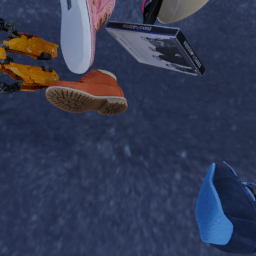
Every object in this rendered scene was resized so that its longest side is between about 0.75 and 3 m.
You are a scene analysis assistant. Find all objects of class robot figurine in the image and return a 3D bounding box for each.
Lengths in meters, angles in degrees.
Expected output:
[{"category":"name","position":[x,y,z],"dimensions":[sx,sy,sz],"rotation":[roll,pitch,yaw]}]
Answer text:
[{"category":"robot figurine","position":[-2.254,-1.375,5.723],"dimensions":[0.587,2.018,1.463],"rotation":[-3,90,32]}]

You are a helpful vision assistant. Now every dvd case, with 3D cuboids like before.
[{"category":"dvd case","position":[0.642,-1.887,6.643],"dimensions":[2.105,1.582,0.260],"rotation":[25,85,40]}]

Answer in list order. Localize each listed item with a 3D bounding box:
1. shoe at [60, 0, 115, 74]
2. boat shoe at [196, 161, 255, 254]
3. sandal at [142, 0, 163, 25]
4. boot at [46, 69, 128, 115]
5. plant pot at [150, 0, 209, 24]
[{"category":"shoe","position":[-0.761,-2.250,5.759],"dimensions":[1.070,0.840,2.352],"rotation":[-2,83,-43]},{"category":"boat shoe","position":[1.780,1.442,4.953],"dimensions":[0.978,2.848,1.198],"rotation":[18,106,10]},{"category":"sandal","position":[0.681,-3.472,7.663],"dimensions":[0.421,0.701,1.867],"rotation":[26,107,11]},{"category":"boot","position":[-1.004,-0.946,6.641],"dimensions":[2.019,0.758,1.083],"rotation":[4,63,-39]},{"category":"plant pot","position":[1.653,-4.209,7.832],"dimensions":[1.516,2.259,2.259],"rotation":[-13,67,-12]}]
